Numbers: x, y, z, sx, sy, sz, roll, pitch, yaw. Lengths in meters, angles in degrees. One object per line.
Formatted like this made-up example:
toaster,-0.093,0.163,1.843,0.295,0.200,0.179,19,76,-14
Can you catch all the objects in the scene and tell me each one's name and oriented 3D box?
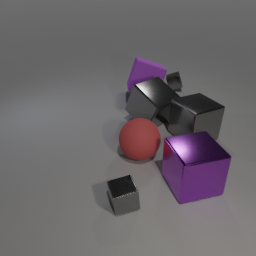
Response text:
cube,1.909,1.106,8.155,1.400,1.400,1.400,-9,32,-13
cube,2.403,-2.440,14.559,0.700,0.700,0.700,-15,24,14
cube,2.522,-0.332,10.525,1.400,1.400,1.400,-14,34,-25
ball,0.390,0.369,9.348,1.400,1.400,1.400,0,31,0
cube,0.971,-0.978,11.247,1.400,1.400,1.400,-25,62,-36
cube,0.834,-2.366,13.016,1.400,1.400,1.400,17,19,-8
cube,-0.123,1.818,7.580,0.700,0.700,0.700,-14,35,-11
